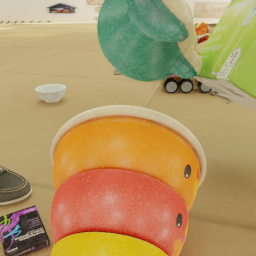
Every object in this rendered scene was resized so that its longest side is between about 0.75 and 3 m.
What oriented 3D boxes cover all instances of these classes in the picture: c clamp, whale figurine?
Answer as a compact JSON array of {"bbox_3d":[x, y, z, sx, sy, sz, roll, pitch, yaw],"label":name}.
[{"bbox_3d":[3.426,-1.175,10.053,0.951,0.151,1.113,-15,29,-30],"label":"c clamp"},{"bbox_3d":[0.206,-1.496,4.398,1.436,2.201,2.767,-41,8,10],"label":"whale figurine"}]

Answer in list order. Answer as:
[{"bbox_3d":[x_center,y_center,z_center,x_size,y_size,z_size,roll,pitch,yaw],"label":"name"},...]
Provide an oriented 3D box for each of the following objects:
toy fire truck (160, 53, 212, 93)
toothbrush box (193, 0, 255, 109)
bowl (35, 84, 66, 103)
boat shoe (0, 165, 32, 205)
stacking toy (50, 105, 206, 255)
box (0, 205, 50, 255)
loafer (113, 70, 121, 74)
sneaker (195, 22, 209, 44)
[{"bbox_3d":[2.246,-2.614,10.579,1.986,2.256,1.452,0,27,2],"label":"toy fire truck"},{"bbox_3d":[2.514,-1.840,4.710,1.257,2.920,2.126,30,11,-10],"label":"toothbrush box"},{"bbox_3d":[-2.644,-1.172,9.671,1.031,0.463,1.031,0,25,0],"label":"bowl"},{"bbox_3d":[-2.873,0.854,5.028,2.312,0.659,0.773,5,25,12],"label":"boat shoe"},{"bbox_3d":[-0.139,1.393,3.093,2.170,2.170,2.970,3,44,6],"label":"stacking toy"},{"bbox_3d":[-1.570,1.533,4.169,0.602,0.152,0.842,-14,29,-28],"label":"box"},{"bbox_3d":[-0.221,-2.838,13.383,1.219,0.383,0.438,-22,32,-39],"label":"loafer"},{"bbox_3d":[2.325,-3.484,10.808,0.679,0.717,1.860,1,-8,-43],"label":"sneaker"}]
